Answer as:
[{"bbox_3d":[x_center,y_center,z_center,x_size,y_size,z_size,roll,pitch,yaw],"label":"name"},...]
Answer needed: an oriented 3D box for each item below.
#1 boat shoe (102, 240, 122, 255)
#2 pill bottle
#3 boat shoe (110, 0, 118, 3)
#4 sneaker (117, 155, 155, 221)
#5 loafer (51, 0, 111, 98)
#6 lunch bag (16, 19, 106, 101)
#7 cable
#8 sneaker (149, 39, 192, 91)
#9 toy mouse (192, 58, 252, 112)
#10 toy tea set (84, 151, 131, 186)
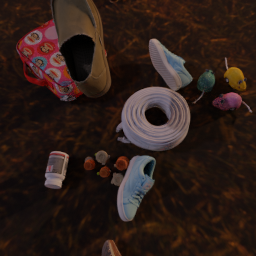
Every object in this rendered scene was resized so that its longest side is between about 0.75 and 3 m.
[{"bbox_3d":[-0.178,3.594,6.931,0.595,0.628,1.657,4,47,-36],"label":"boat shoe"},{"bbox_3d":[-2.067,1.213,8.078,0.561,0.561,0.969,5,63,3],"label":"pill bottle"},{"bbox_3d":[-0.401,-5.909,11.711,0.522,0.522,1.484,12,62,10],"label":"boat shoe"},{"bbox_3d":[0.285,1.586,7.654,0.784,0.707,1.914,-13,53,44],"label":"sneaker"},{"bbox_3d":[-1.070,-2.056,6.292,1.044,0.926,2.745,-20,86,10],"label":"loafer"},{"bbox_3d":[-2.336,-2.302,9.520,2.470,1.149,2.805,-41,70,-18],"label":"lunch bag"},{"bbox_3d":[0.864,-0.334,8.755,2.147,0.743,2.147,18,65,9],"label":"cable"},{"bbox_3d":[1.484,-2.278,9.802,0.876,0.790,2.137,-21,73,-19],"label":"sneaker"},{"bbox_3d":[3.098,-1.338,9.425,2.103,0.458,2.366,-21,65,-10],"label":"toy mouse"},{"bbox_3d":[-0.594,1.099,8.284,1.405,0.520,0.836,23,95,8],"label":"toy tea set"}]
